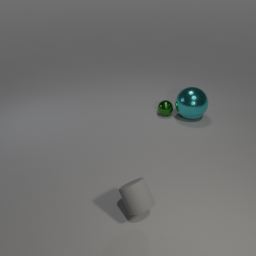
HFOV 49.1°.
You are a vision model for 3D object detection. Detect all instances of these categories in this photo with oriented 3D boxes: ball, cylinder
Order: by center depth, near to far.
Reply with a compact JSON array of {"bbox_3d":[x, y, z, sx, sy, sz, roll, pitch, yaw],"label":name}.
[{"bbox_3d":[0.220,1.682,6.912,0.700,0.700,0.700,-25,-3,-1],"label":"cylinder"},{"bbox_3d":[2.739,-1.067,12.065,1.400,1.400,1.400,0,29,0],"label":"ball"},{"bbox_3d":[1.667,-0.889,12.481,0.700,0.700,0.700,0,29,0],"label":"ball"}]
